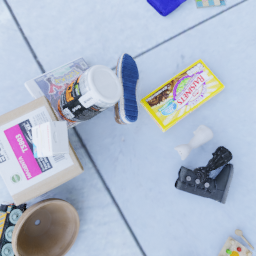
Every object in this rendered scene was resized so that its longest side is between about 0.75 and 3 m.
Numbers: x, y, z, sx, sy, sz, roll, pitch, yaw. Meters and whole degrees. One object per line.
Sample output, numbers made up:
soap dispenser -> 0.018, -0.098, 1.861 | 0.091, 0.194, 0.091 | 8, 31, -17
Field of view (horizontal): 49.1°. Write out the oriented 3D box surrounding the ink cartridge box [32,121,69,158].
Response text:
ink cartridge box -> -2.166, 0.327, 7.775 | 0.526, 1.242, 0.898 | -3, 84, -39

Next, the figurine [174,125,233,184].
figurine -> 2.596, 0.913, 9.877 | 1.598, 0.705, 1.638 | -33, 77, -25

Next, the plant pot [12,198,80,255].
plant pot -> -2.750, 3.232, 9.092 | 1.008, 2.184, 2.184 | 14, 71, 48

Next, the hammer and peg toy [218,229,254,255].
hammer and peg toy -> 3.684, 4.130, 9.377 | 0.949, 0.455, 1.290 | 35, 78, 8

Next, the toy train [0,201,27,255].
toy train -> -4.027, 3.471, 9.390 | 1.165, 0.871, 2.045 | 5, 75, 11

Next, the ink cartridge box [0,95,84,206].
ink cartridge box -> -2.984, 0.691, 8.868 | 2.251, 1.026, 2.733 | -28, 89, -9

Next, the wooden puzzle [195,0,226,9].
wooden puzzle -> 3.466, -5.780, 12.099 | 2.096, 0.147, 1.243 | -7, 76, -2

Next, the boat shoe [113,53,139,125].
boat shoe -> -0.242, -1.404, 10.085 | 0.944, 0.946, 2.613 | 13, 72, -40

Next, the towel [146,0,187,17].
towel -> 1.786, -5.679, 11.872 | 1.813, 0.449, 1.339 | -40, 76, -7

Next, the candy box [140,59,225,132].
candy box -> 2.099, -1.290, 10.815 | 2.986, 0.394, 1.526 | -36, 81, -8

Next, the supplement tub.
supplement tub -> -1.323, -1.003, 9.099 | 1.332, 2.173, 1.332 | 19, 59, -35

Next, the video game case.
video game case -> -2.125, -1.304, 10.471 | 2.511, 0.289, 2.288 | -33, 81, -26

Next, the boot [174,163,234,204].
boot -> 2.706, 1.722, 9.980 | 1.809, 0.594, 1.491 | 17, 74, 9
